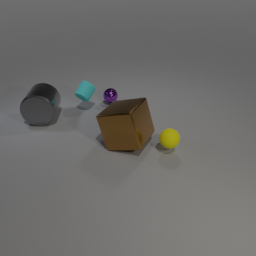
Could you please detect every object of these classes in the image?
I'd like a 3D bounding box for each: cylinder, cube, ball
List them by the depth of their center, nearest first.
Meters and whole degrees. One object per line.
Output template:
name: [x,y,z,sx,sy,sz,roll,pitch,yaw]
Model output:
ball: [1.442,0.363,9.709,0.700,0.700,0.700,0,30,0]
cube: [-0.051,-0.141,10.053,1.400,1.400,1.400,-3,26,30]
cylinder: [-3.669,-1.008,11.853,1.400,1.400,1.400,-1,31,-1]
cylinder: [-1.908,-1.634,12.510,0.700,0.700,0.700,19,73,29]
ball: [-0.836,-1.553,13.370,0.700,0.700,0.700,0,30,0]
